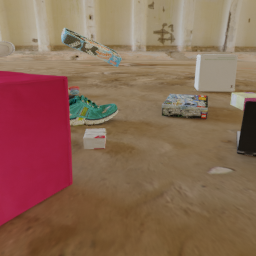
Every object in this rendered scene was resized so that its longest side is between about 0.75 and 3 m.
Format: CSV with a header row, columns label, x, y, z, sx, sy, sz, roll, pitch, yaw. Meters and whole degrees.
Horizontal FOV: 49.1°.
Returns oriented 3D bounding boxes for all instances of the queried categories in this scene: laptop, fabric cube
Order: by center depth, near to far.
label,x,y,z,sx,sy,sz,roll,pitch,yaw
fabric cube,-2.719,0.206,5.139,2.382,2.336,2.374,9,19,30
laptop,4.296,-0.055,7.123,2.706,1.675,2.890,7,18,19

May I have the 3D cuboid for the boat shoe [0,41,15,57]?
label,x,y,z,sx,sy,sz,roll,pitch,yaw
boat shoe,-4.104,-2.332,8.429,1.305,0.463,0.456,-4,24,0

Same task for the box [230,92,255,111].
label,x,y,z,sx,sy,sz,roll,pitch,yaw
box,5.463,-1.218,12.722,1.085,0.596,1.233,-2,18,-6

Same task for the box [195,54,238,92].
label,x,y,z,sx,sy,sz,roll,pitch,yaw
box,5.255,-3.359,16.940,2.158,2.169,1.858,2,16,7

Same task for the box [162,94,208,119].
label,x,y,z,sx,sy,sz,roll,pitch,yaw
box,2.524,-0.986,12.080,1.780,0.518,2.600,5,18,15

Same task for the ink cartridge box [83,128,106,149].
label,x,y,z,sx,sy,sz,roll,pitch,yaw
ink cartridge box,-0.957,0.304,8.186,0.610,0.350,0.840,-1,17,-3

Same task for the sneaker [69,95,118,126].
label,x,y,z,sx,sy,sz,roll,pitch,yaw
sneaker,-1.593,-0.678,10.194,2.650,1.056,1.027,-6,18,-22

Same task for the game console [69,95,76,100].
label,x,y,z,sx,sy,sz,roll,pitch,yaw
game console,-3.774,-1.160,12.506,2.207,0.387,2.496,-3,16,14

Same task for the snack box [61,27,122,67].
label,x,y,z,sx,sy,sz,roll,pitch,yaw
snack box,-0.887,-1.941,6.728,1.406,0.261,0.817,19,22,-24

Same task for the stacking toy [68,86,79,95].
label,x,y,z,sx,sy,sz,roll,pitch,yaw
stacking toy,-3.387,-1.987,15.872,1.240,0.524,1.122,-2,-9,-17
